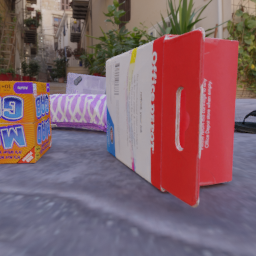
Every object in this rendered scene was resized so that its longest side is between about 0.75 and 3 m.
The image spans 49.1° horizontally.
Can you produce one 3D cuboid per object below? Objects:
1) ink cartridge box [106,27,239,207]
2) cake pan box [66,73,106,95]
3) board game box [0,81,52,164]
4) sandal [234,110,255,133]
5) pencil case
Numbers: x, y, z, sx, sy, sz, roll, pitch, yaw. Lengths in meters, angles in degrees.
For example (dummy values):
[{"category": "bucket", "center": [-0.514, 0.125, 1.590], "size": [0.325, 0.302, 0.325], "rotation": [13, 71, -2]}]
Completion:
[{"category": "ink cartridge box", "center": [0.528, -0.244, 3.918], "size": [0.990, 1.710, 2.943], "rotation": [-3, 8, -20]}, {"category": "cake pan box", "center": [-1.377, -1.039, 9.128], "size": [1.265, 1.374, 0.359], "rotation": [6, 3, 1]}, {"category": "board game box", "center": [-2.123, -0.159, 4.894], "size": [1.285, 1.285, 1.286], "rotation": [-1, 8, -4]}, {"category": "sandal", "center": [4.047, -0.183, 7.562], "size": [2.648, 0.634, 0.995], "rotation": [4, 8, 26]}, {"category": "pencil case", "center": [-1.423, -0.418, 7.988], "size": [2.553, 1.072, 1.092], "rotation": [1, 45, 26]}]
